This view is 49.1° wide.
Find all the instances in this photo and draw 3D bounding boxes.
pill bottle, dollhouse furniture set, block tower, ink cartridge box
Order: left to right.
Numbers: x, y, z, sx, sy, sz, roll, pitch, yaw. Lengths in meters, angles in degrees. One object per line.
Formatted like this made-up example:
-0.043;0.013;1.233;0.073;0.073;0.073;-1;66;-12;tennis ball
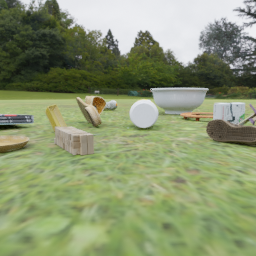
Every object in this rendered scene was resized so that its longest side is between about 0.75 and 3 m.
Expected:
-1.054;0.209;5.271;0.354;0.379;1.311;-4;7;-30;block tower
0.487;-0.443;8.550;0.856;0.856;1.497;1;7;4;pill bottle
3.441;-0.496;9.532;0.982;0.720;0.408;-3;8;-16;ink cartridge box
3.807;-0.053;8.595;0.754;0.842;1.063;-39;-37;22;dollhouse furniture set

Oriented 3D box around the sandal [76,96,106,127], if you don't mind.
-1.064;-0.659;9.399;0.826;0.921;2.512;-26;21;-12;sandal

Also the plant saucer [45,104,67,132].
-1.935;-0.222;7.487;0.189;0.780;0.780;-23;7;5;plant saucer

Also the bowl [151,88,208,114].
2.582;-1.373;14.243;2.869;1.290;2.869;0;8;0;bowl

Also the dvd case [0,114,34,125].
-4.515;-0.259;8.143;2.038;0.307;2.791;4;4;43;dvd case

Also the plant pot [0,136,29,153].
-2.494;0.311;5.270;1.208;0.166;1.208;0;8;0;plant pot

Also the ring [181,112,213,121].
3.298;-0.451;11.242;2.356;0.226;2.356;0;8;0;ring

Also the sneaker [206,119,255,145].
2.292;0.146;5.940;0.520;0.485;1.378;17;1;-33;sneaker

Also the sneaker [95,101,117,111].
-1.367;-1.278;16.840;1.600;0.606;0.736;-4;10;39;sneaker
